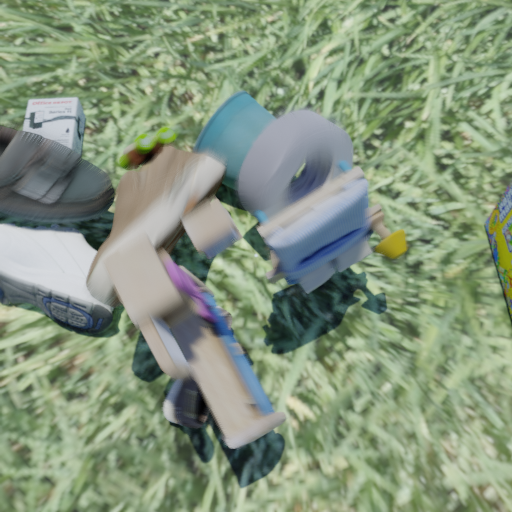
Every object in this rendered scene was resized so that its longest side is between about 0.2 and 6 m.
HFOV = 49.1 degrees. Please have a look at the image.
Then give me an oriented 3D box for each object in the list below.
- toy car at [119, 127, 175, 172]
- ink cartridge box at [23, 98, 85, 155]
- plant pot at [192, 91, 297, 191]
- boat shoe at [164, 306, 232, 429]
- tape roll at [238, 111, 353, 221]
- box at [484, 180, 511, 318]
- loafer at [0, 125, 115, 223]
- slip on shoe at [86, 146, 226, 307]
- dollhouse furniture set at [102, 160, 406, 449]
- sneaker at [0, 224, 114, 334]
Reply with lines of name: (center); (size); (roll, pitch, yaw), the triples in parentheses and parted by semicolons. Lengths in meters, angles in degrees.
toy car: (-1.594, -1.383, 9.045); (0.820, 0.854, 1.040); (-28, 92, -36)
ink cartridge box: (-3.552, -2.153, 9.816); (0.910, 0.516, 1.242); (-4, 59, -2)
plant pot: (-0.046, -1.643, 9.074); (1.394, 1.483, 1.483); (37, 66, 7)
boat shoe: (-0.654, 1.477, 7.543); (0.499, 0.602, 1.677); (6, 62, 35)
tape roll: (0.608, -1.206, 8.293); (1.780, 1.780, 0.588); (-36, 54, -19)
box: (4.903, 0.037, 7.999); (2.353, 1.436, 2.267); (-1, 58, -1)
loafer: (-3.643, -1.350, 7.906); (3.250, 1.022, 1.168); (14, 55, -2)
slip on shoe: (-1.401, -0.590, 7.253); (1.028, 1.290, 3.393); (32, 36, -2)
dollhouse furniture set: (0.568, 0.408, 6.092); (3.020, 2.851, 1.971); (-32, 73, 0)
sneaker: (-3.289, 0.085, 8.322); (3.019, 1.125, 1.315); (22, 52, 4)
